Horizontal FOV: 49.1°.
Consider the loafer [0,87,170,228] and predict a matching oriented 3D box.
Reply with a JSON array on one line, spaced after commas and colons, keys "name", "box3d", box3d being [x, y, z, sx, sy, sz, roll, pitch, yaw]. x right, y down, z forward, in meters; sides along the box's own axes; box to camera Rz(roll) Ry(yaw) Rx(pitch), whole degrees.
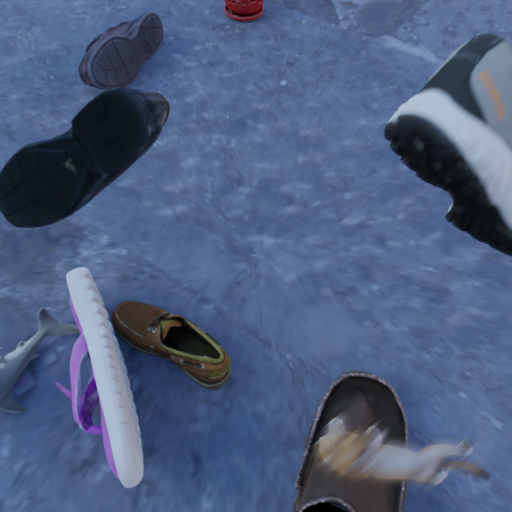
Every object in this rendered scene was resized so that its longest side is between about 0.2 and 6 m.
[{"name": "loafer", "box3d": [-1.964, -1.052, 6.389, 2.499, 0.909, 0.903, -23, 11, 26]}]

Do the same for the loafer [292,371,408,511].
[{"name": "loafer", "box3d": [0.995, 2.648, 5.818, 1.256, 1.221, 3.439, 12, 53, 9]}]

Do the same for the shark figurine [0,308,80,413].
[{"name": "shark figurine", "box3d": [-3.092, 1.571, 7.185, 0.782, 1.120, 1.875, 42, 41, 0]}]

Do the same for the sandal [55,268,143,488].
[{"name": "sandal", "box3d": [-2.014, 1.467, 6.828, 0.759, 1.257, 3.089, -20, 47, -10]}]

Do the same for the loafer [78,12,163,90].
[{"name": "loafer", "box3d": [-2.877, -4.201, 11.562, 0.861, 0.983, 2.735, 5, 43, 25]}]

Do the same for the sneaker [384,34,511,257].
[{"name": "sneaker", "box3d": [2.530, -0.855, 5.666, 1.188, 3.213, 1.274, 34, 89, 43]}]

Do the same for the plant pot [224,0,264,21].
[{"name": "plant pot", "box3d": [-0.266, -5.995, 12.847, 1.036, 0.943, 1.036, 0, 51, 1]}]

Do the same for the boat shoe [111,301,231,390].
[{"name": "boat shoe", "box3d": [-1.143, 1.022, 7.472, 1.924, 0.654, 0.692, 24, 55, 18]}]

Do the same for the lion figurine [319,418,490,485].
[{"name": "lion figurine", "box3d": [1.042, 1.519, 4.163, 1.156, 0.708, 0.419, 15, 64, 9]}]
